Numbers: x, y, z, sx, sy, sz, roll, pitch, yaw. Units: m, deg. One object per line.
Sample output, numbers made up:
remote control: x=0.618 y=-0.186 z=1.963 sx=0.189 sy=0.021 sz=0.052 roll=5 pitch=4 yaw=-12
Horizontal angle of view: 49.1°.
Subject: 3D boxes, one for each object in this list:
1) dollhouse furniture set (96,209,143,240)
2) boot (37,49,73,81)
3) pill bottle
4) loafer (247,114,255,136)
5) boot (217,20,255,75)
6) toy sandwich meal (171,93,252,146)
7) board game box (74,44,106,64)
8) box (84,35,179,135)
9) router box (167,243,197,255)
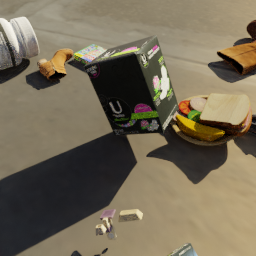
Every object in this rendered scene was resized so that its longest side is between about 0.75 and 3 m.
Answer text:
dollhouse furniture set: x=-0.105 y=1.891 z=5.178 sx=0.787 sy=0.559 sz=0.624 roll=-11 pitch=12 yaw=14
boot: x=-2.355 y=-2.184 z=9.672 sx=1.399 sy=0.537 sz=1.086 roll=-24 pitch=49 yaw=-23
pill bottle: x=-4.638 y=-2.723 z=9.437 sx=2.842 sy=1.618 sz=1.618 roll=-26 pitch=50 yaw=-23
loafer: x=3.864 y=-0.055 z=7.433 sx=1.919 sy=0.604 sz=0.690 roll=26 pitch=50 yaw=24
boot: x=4.540 y=-3.077 z=10.616 sx=2.655 sy=0.909 sz=2.500 roll=-21 pitch=55 yaw=-11
toy sandwich meal: x=2.179 y=-0.379 z=7.505 sx=2.147 sy=0.735 sz=2.147 roll=-5 pitch=46 yaw=5
board game box: x=-1.103 y=-2.586 z=10.314 sx=1.527 sy=0.222 sz=1.028 roll=30 pitch=51 yaw=27
box: x=0.151 y=-0.956 z=6.716 sx=1.445 sy=1.945 sz=1.209 roll=-4 pitch=30 yaw=33
router box: x=0.895 y=2.420 z=4.788 sx=0.767 sy=0.238 sz=0.575 roll=-21 pitch=74 yaw=-29
